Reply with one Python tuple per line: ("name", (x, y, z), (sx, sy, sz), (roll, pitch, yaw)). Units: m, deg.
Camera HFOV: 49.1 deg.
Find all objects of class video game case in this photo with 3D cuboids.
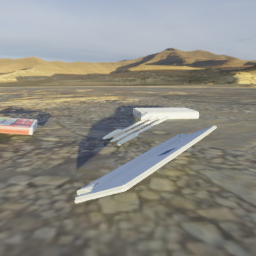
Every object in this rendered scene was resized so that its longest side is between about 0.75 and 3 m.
("video game case", (-3.556, -0.117, 7.105), (2.304, 0.201, 1.647), (4, 7, -15))

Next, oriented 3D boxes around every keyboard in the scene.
("keyboard", (0.478, 0.397, 4.045), (0.805, 0.152, 2.859), (-16, 3, 37))

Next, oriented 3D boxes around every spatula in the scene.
("spatula", (0.183, -0.003, 6.754), (1.484, 0.119, 1.032), (-28, 14, -22))

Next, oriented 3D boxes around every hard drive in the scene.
("hard drive", (1.381, -0.562, 10.613), (2.146, 0.286, 1.415), (-2, 11, -11))
